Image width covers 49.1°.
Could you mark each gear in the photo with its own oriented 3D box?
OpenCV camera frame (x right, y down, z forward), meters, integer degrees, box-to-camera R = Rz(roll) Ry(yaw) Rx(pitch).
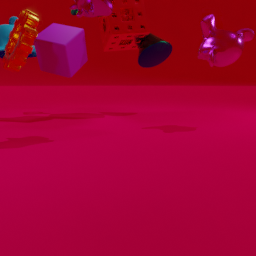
[{"bbox_3d":[-2.837,-2.268,7.354,0.298,1.610,1.610,18,-4,-38],"label":"gear"}]

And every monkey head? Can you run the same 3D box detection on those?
[{"bbox_3d":[2.335,-2.201,7.040,1.726,1.241,1.040,-35,33,-22],"label":"monkey head"},{"bbox_3d":[-3.611,-2.717,8.951,1.413,1.183,1.963,-3,50,10],"label":"monkey head"}]

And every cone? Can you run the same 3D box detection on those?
[{"bbox_3d":[0.769,-3.284,10.654,1.389,1.394,1.389,-19,-22,-8],"label":"cone"}]

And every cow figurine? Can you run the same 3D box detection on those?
[{"bbox_3d":[-0.545,-2.897,5.173,1.544,1.569,0.861,-35,58,-5],"label":"cow figurine"}]

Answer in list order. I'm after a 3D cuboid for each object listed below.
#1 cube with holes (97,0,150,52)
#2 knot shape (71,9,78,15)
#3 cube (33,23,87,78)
[{"bbox_3d":[-0.194,-3.580,9.691,1.323,1.323,1.323,-9,-6,-17],"label":"cube with holes"},{"bbox_3d":[-1.655,-4.460,10.370,1.138,0.526,1.065,30,47,29],"label":"knot shape"},{"bbox_3d":[-2.140,-2.514,9.053,1.170,1.170,1.170,16,47,16],"label":"cube"}]
